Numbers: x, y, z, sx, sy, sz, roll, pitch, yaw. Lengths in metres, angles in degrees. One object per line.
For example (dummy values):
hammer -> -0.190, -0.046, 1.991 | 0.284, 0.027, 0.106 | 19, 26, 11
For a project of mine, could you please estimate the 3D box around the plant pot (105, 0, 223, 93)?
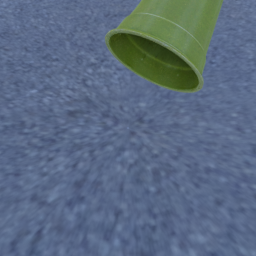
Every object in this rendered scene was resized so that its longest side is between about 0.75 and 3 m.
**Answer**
plant pot -> 0.883, -2.014, 5.354 | 2.025, 2.025, 1.923 | 25, 83, 19
